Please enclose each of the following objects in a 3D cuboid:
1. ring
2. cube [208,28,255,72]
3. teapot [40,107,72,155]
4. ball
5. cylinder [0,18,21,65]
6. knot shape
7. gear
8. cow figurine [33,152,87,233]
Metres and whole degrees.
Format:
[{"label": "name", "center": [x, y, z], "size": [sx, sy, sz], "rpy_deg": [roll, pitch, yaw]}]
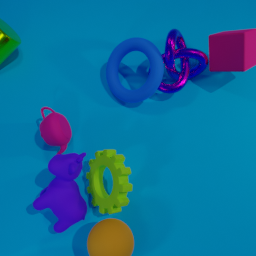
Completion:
[{"label": "ring", "center": [0.155, -1.630, 7.943], "size": [1.835, 0.367, 1.835], "rpy_deg": [1, 93, 31]}, {"label": "cube", "center": [2.945, -2.171, 7.840], "size": [1.006, 1.006, 1.006], "rpy_deg": [10, 27, 40]}, {"label": "teapot", "center": [-1.930, 0.123, 7.356], "size": [0.722, 0.917, 1.474], "rpy_deg": [-21, 88, 10]}, {"label": "ball", "center": [-0.360, 2.392, 5.830], "size": [0.974, 0.974, 0.974], "rpy_deg": [0, 64, 0]}, {"label": "cylinder", "center": [-3.985, -2.562, 8.310], "size": [1.127, 1.127, 1.127], "rpy_deg": [-41, 68, 10]}, {"label": "knot shape", "center": [1.523, -1.826, 7.999], "size": [1.637, 1.749, 0.808], "rpy_deg": [6, 19, -27]}, {"label": "gear", "center": [-0.476, 1.240, 6.538], "size": [0.270, 1.459, 1.459], "rpy_deg": [3, 57, -40]}, {"label": "cow figurine", "center": [-1.329, 1.379, 6.268], "size": [1.569, 0.875, 1.595], "rpy_deg": [-35, 99, 10]}]
